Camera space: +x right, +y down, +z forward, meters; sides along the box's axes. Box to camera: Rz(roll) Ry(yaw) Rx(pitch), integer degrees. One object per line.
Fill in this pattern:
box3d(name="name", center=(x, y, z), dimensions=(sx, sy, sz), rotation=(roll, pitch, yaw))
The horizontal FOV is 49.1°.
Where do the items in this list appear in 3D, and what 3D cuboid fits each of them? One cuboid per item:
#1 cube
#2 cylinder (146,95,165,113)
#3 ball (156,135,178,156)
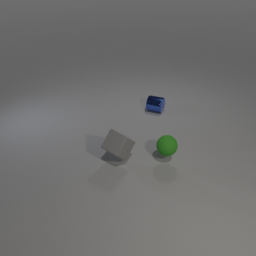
box3d(name="cube", center=(-0.314, 0.544, 9.135), dimensions=(0.700, 0.700, 0.700), rotation=(27, -4, 30))
box3d(name="cylinder", center=(1.250, -1.084, 12.670), dimensions=(0.700, 0.700, 0.700), rotation=(13, 33, 21))
box3d(name="ball", center=(1.286, 0.579, 9.235), dimensions=(0.700, 0.700, 0.700), rotation=(0, 30, 0))
